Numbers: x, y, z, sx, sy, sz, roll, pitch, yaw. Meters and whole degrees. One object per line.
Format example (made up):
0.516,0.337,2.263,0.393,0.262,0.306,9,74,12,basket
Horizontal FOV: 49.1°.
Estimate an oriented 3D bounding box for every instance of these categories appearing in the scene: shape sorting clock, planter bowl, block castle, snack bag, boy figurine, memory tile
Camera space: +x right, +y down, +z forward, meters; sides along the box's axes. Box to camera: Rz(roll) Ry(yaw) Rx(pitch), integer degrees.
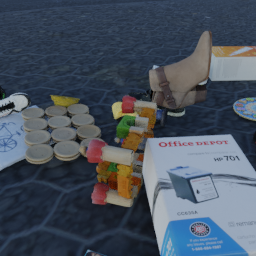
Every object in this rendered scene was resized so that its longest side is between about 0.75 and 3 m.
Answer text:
4.699,-0.708,10.096,1.700,0.333,1.700,0,34,0,shape sorting clock
-2.294,-0.903,10.145,1.066,0.444,1.066,8,7,-1,planter bowl
-0.165,0.496,7.015,1.249,1.779,2.663,9,34,15,block castle
-3.389,0.139,8.888,2.525,0.287,2.678,27,39,33,snack bag
0.351,-0.487,9.464,1.920,0.619,1.194,6,21,12,boy figurine
-2.045,0.066,8.669,2.276,0.249,2.969,-8,34,-19,memory tile

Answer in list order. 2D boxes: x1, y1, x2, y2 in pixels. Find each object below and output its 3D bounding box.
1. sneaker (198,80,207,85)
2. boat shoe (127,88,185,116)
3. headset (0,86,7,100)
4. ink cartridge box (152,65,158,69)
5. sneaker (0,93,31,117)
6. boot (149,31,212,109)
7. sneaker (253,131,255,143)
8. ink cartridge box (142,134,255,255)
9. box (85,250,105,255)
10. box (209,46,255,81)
2.336,-2.447,12.003,2.234,0.854,0.842,7,36,-4,sneaker
0.979,-1.100,10.277,2.339,0.776,0.874,20,39,27,boat shoe
-5.497,-1.429,10.520,1.393,1.060,2.255,-26,53,-34,headset
1.735,-2.348,12.697,1.314,0.310,1.051,17,33,-5,ink cartridge box
-4.061,-0.639,9.200,1.771,0.653,0.709,-20,17,-1,sneaker
1.568,-1.713,8.723,1.814,2.481,0.871,2,27,7,boot
4.233,0.413,8.315,0.763,0.649,1.760,17,43,7,sneaker
1.579,1.497,5.747,2.119,1.243,2.894,-3,39,-7,ink cartridge box
-0.199,2.708,4.995,1.401,0.344,0.576,11,35,16,box
4.818,-2.941,12.698,2.319,1.130,1.442,-1,34,-1,box
